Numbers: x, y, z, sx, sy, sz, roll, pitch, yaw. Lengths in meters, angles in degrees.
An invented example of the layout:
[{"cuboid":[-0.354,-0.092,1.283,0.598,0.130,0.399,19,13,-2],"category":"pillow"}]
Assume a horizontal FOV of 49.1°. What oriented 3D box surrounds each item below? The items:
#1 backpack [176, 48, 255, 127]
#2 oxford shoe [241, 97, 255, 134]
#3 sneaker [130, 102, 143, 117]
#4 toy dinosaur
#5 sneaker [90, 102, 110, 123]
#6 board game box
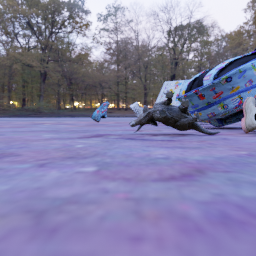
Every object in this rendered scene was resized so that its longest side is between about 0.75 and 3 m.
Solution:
[{"cuboid":[2.909,-1.009,8.206,2.739,1.843,2.501,-27,4,-39],"category":"backpack"},{"cuboid":[2.732,-0.318,6.080,0.355,1.003,0.370,37,-37,-24],"category":"oxford shoe"},{"cuboid":[0.560,-0.649,12.302,0.441,1.089,0.409,-39,17,-1],"category":"sneaker"},{"cuboid":[0.951,-0.237,5.655,1.786,0.687,0.913,8,-16,-2],"category":"toy dinosaur"},{"cuboid":[-1.066,-0.625,11.599,1.115,0.532,0.442,-49,5,-31],"category":"sneaker"},{"cuboid":[2.848,-1.214,12.843,1.460,1.486,2.834,33,-14,-33],"category":"board game box"}]
